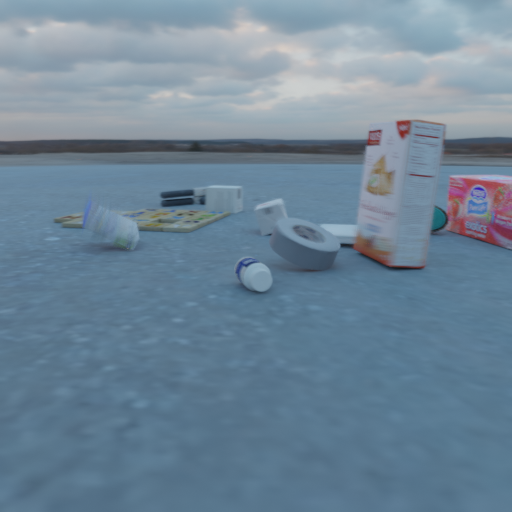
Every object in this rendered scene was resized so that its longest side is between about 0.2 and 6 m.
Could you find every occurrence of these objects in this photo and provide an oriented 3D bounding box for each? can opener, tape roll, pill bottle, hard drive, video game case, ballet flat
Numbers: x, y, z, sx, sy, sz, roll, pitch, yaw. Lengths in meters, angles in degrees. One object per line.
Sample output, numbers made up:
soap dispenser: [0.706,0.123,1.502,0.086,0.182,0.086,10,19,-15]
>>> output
can opener: [-2.021,-1.820,17.360,1.918,0.511,0.641,-11,15,-39]
tape roll: [0.766,-0.203,8.843,1.079,0.357,1.079,17,24,-8]
pill bottle: [-0.028,0.257,7.535,0.381,0.381,0.687,-4,12,-17]
hard drive: [1.758,-0.423,10.774,1.364,0.182,0.900,4,18,30]
video game case: [-2.703,-0.574,10.399,0.996,0.250,1.099,27,10,-22]
ballet flat: [3.289,-0.843,12.428,2.036,0.691,0.767,5,-3,32]

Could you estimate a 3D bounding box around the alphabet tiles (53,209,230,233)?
alphabet tiles: [-2.888,-0.950,14.038,3.771,0.142,3.152,3,12,14]

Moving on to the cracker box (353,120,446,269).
cracker box: [2.262,-1.036,9.096,0.645,2.236,1.497,4,10,-13]

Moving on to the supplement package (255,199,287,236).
supplement package: [0.344,-0.857,12.162,0.591,0.584,0.975,-16,10,6]

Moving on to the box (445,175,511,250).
box: [4.971,-0.959,11.267,1.173,1.271,2.477,-2,12,-10]

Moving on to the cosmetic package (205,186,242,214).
cosmetic package: [-0.894,-1.582,15.653,0.868,0.716,0.716,4,11,14]
